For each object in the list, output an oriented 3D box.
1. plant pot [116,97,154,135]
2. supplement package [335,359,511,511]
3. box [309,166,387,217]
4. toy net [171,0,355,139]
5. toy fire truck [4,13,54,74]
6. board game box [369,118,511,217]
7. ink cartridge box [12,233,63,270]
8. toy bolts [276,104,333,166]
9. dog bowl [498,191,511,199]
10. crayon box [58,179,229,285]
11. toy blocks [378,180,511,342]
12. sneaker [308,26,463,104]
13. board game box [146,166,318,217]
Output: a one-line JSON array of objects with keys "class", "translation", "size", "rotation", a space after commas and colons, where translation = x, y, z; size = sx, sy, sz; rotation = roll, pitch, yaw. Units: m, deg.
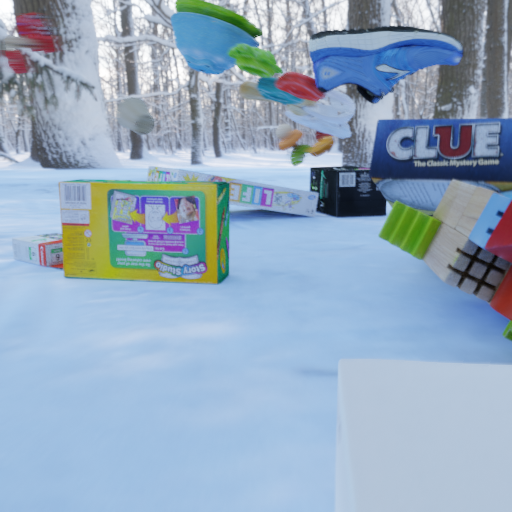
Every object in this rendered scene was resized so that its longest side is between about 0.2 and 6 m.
[{"class": "plant pot", "translation": [-2.173, -2.525, 10.322], "size": [0.618, 0.618, 0.566], "rotation": [-8, 38, -37]}, {"class": "supplement package", "translation": [0.809, 0.941, 1.396], "size": [1.196, 0.851, 1.536], "rotation": [1, 10, 6]}, {"class": "box", "translation": [2.256, -1.641, 14.009], "size": [1.370, 1.146, 1.844], "rotation": [-3, 11, -15]}, {"class": "toy net", "translation": [0.699, -3.049, 9.802], "size": [2.442, 0.899, 4.655], "rotation": [20, 7, 40]}, {"class": "toy fire truck", "translation": [-3.640, -3.369, 8.820], "size": [0.783, 0.271, 1.111], "rotation": [-25, 61, -22]}, {"class": "board game box", "translation": [2.958, -0.562, 6.454], "size": [2.469, 0.631, 3.644], "rotation": [6, -9, 25]}, {"class": "ink cartridge box", "translation": [-2.812, -0.082, 8.041], "size": [1.356, 0.341, 0.739], "rotation": [7, 13, 38]}, {"class": "toy bolts", "translation": [1.222, -2.869, 12.667], "size": [1.353, 0.939, 1.293], "rotation": [-48, 20, -23]}, {"class": "dog bowl", "translation": [3.327, 0.007, 4.949], "size": [3.075, 0.762, 1.714], "rotation": [7, -10, 26]}, {"class": "crayon box", "translation": [-1.383, -0.326, 7.025], "size": [2.049, 1.217, 0.597], "rotation": [2, 11, 9]}, {"class": "toy blocks", "translation": [2.161, 0.262, 3.538], "size": [2.523, 1.261, 1.724], "rotation": [25, 13, -1]}, {"class": "sneaker", "translation": [1.898, -2.824, 8.278], "size": [2.303, 1.027, 0.904], "rotation": [-6, 27, -6]}, {"class": "board game box", "translation": [-0.617, -1.544, 13.381], "size": [3.488, 0.597, 2.345], "rotation": [6, 7, -27]}]
